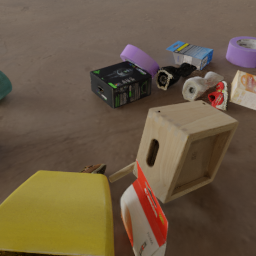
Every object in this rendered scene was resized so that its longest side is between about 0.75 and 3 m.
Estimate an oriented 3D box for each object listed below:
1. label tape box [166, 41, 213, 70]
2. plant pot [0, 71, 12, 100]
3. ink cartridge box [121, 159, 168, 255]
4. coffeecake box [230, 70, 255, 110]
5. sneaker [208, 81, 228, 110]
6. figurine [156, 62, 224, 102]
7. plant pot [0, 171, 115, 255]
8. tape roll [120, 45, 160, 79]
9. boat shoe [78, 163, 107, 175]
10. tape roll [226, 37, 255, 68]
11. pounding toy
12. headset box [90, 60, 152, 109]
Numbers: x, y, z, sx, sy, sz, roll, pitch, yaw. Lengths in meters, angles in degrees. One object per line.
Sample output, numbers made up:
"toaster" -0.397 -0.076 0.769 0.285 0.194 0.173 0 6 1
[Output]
"label tape box" 3.094 -3.706 14.233 1.995 0.631 1.439 24 44 28
"plant pot" -5.484 -1.588 11.085 1.319 1.319 1.058 13 48 16
"ink cartridge box" 0.264 1.928 5.891 0.504 2.012 1.631 -15 43 -12
"coffeecake box" 5.078 -1.361 10.945 1.923 0.702 1.476 20 41 8
"sneaker" 3.605 -1.356 11.261 0.731 0.663 1.722 3 37 13
"figurine" 2.750 -2.177 12.143 2.258 0.972 2.203 30 43 31
"plant pot" -1.270 2.091 5.534 2.253 2.253 1.987 3 38 3
"tape roll" 0.523 -2.897 12.348 1.754 1.754 0.575 36 90 37
"boat shoe" -1.010 1.217 7.631 0.500 0.529 1.470 19 8 12
"tape roll" 6.153 -3.904 14.310 2.036 0.865 2.036 0 39 0
"pounding toy" 1.116 0.674 7.551 2.381 2.587 1.839 -11 37 -37
"headset box" -0.370 -1.829 11.583 2.064 0.957 1.797 -23 44 -26
